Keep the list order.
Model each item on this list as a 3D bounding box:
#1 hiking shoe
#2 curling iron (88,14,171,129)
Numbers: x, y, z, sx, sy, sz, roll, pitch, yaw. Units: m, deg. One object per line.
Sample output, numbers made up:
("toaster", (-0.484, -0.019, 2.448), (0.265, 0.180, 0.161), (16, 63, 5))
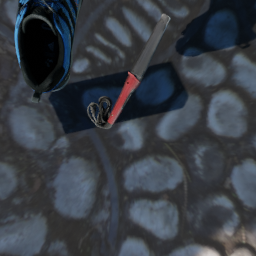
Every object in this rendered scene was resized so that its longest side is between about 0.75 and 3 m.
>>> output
("hiking shoe", (-1.252, -1.997, 4.563), (1.116, 1.300, 2.999), (-1, 108, -9))
("curling iron", (-0.002, -0.609, 3.303), (0.395, 0.203, 1.592), (36, 116, -3))
